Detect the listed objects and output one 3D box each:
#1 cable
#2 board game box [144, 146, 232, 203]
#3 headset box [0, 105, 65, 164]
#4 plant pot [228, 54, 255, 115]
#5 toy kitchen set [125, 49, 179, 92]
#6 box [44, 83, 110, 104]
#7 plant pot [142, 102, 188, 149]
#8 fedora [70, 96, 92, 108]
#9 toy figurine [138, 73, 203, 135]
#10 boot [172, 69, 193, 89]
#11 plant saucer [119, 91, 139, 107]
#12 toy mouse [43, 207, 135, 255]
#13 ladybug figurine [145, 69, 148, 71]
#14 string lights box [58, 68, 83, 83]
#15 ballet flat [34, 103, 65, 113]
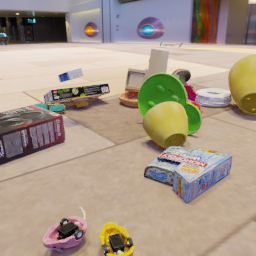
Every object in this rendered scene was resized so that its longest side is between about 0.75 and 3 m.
[{"bbox_3d":[3.889,-1.396,12.772,1.604,0.555,1.604,7,22,16],"label":"cable"},{"bbox_3d":[1.340,0.980,6.630,1.752,0.540,1.751,13,24,30],"label":"board game box"},{"bbox_3d":[-3.224,0.055,8.517,1.769,0.918,2.377,19,30,40],"label":"headset box"},{"bbox_3d":[5.164,-1.498,11.198,2.357,2.357,1.673,8,49,20],"label":"plant pot"},{"bbox_3d":[1.156,-2.668,13.764,2.370,1.933,2.138,8,3,-3],"label":"toy kitchen set"},{"bbox_3d":[-2.304,-1.530,12.604,2.645,0.459,1.456,-12,3,-29],"label":"box"},{"bbox_3d":[1.213,0.060,8.268,1.376,1.376,0.976,-5,46,-14],"label":"plant pot"},{"bbox_3d":[-2.008,-1.114,12.092,1.008,0.411,1.008,-10,2,0],"label":"fedora"},{"bbox_3d":[2.030,-0.896,10.413,2.572,1.931,2.367,38,28,25],"label":"toy figurine"},{"bbox_3d":[2.919,-2.200,14.527,2.705,1.048,1.871,-32,41,-33],"label":"boot"},{"bbox_3d":[0.497,-1.319,12.869,1.847,0.346,1.847,0,21,0],"label":"plant saucer"},{"bbox_3d":[-0.840,1.959,4.299,1.787,0.389,2.011,-10,23,-25],"label":"toy mouse"},{"bbox_3d":[1.433,-3.673,18.804,1.315,0.473,0.893,-13,25,-30],"label":"ladybug figurine"},{"bbox_3d":[-2.035,-1.848,9.873,0.517,0.297,1.007,-23,14,-31],"label":"string lights box"},{"bbox_3d":[-3.228,-0.779,11.453,1.347,0.476,0.476,-2,21,-3],"label":"ballet flat"}]
